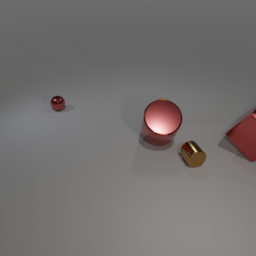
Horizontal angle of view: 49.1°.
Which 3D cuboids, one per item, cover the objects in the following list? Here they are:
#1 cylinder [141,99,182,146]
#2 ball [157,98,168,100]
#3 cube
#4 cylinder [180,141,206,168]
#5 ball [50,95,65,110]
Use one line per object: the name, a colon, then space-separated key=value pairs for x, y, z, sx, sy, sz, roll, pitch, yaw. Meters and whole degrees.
cylinder: x=1.243 y=-0.170 z=10.606 sx=1.400 sy=1.400 sz=1.400 roll=0 pitch=71 yaw=0
ball: x=1.544 y=-1.006 z=12.474 sx=0.700 sy=0.700 sz=0.700 roll=0 pitch=31 yaw=0
cube: x=4.730 y=0.092 z=10.188 sx=1.400 sy=1.400 sz=1.400 roll=49 pitch=47 yaw=9
cylinder: x=2.317 y=0.928 z=9.983 sx=0.700 sy=0.700 sz=0.700 roll=-7 pitch=33 yaw=-12
ball: x=-3.370 y=-1.210 z=13.452 sx=0.700 sy=0.700 sz=0.700 roll=0 pitch=31 yaw=0
